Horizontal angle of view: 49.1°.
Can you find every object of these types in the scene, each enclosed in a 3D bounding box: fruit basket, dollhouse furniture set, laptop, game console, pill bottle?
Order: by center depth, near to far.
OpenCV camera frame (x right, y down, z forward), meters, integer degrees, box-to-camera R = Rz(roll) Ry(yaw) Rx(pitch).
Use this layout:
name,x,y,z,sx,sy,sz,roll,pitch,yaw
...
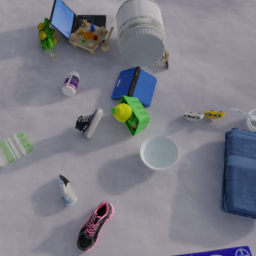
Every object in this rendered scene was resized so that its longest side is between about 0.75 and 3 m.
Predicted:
name,x,y,z,sx,sy,sz,roll,pitch,yaw
fruit basket,-0.040,-0.459,10.011,1.432,1.033,1.432,9,49,-10
pill bottle,-2.257,-1.792,11.181,0.537,0.537,0.955,9,58,6
game console,0.262,-1.601,11.291,1.345,0.933,1.576,-7,51,34
dollhouse furniture set,1.345,-3.011,11.752,0.653,0.920,0.729,-5,59,0
laptop,-2.207,-4.999,12.856,2.295,1.185,2.034,0,58,0

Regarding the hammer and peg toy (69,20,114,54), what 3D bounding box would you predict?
name,x,y,z,sx,sy,sz,roll,pitch,yaw
hammer and peg toy,-1.489,-3.989,12.453,1.889,0.666,1.389,25,67,15

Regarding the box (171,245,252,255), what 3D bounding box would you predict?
name,x,y,z,sx,sy,sz,roll,pitch,yaw
box,2.154,4.322,6.841,2.171,1.239,2.361,-6,58,-3

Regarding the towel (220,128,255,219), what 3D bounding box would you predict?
name,x,y,z,sx,sy,sz,roll,pitch,yaw
towel,3.921,1.427,9.017,1.657,0.720,2.968,11,57,7

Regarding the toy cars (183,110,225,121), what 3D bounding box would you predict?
name,x,y,z,sx,sy,sz,roll,pitch,yaw
toy cars,2.820,-0.405,10.392,1.501,0.332,0.673,-5,18,-2

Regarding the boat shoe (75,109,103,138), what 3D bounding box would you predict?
name,x,y,z,sx,sy,sz,roll,pitch,yaw
boat shoe,-1.376,-0.255,9.545,0.696,1.501,0.560,32,48,-1

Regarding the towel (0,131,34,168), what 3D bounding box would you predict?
name,x,y,z,sx,sy,sz,roll,pitch,yaw
towel,-4.081,0.759,9.787,1.304,0.200,0.972,-29,64,-20

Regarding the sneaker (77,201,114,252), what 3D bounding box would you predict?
name,x,y,z,sx,sy,sz,roll,pitch,yaw
sneaker,-0.979,2.783,8.126,0.629,0.759,1.591,26,62,14

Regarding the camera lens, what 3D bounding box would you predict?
name,x,y,z,sx,sy,sz,roll,pitch,yaw
camera lens,0.518,-4.067,11.781,1.964,1.964,2.455,-3,58,-2

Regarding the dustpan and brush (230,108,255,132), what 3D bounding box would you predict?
name,x,y,z,sx,sy,sz,roll,pitch,yaw
dustpan and brush,4.589,-0.322,10.250,1.790,0.512,1.249,17,59,11

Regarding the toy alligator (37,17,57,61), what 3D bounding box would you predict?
name,x,y,z,sx,sy,sz,roll,pitch,yaw
toy alligator,-3.649,-3.853,12.495,0.665,0.726,2.450,-29,64,32

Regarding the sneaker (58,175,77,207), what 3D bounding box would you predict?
name,x,y,z,sx,sy,sz,roll,pitch,yaw
sneaker,-2.004,1.964,8.881,0.415,0.412,1.145,-41,55,7

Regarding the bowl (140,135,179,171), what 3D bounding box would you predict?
name,x,y,z,sx,sy,sz,roll,pitch,yaw
bowl,1.028,0.934,9.393,1.291,0.580,1.291,-1,57,2
